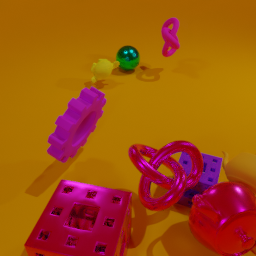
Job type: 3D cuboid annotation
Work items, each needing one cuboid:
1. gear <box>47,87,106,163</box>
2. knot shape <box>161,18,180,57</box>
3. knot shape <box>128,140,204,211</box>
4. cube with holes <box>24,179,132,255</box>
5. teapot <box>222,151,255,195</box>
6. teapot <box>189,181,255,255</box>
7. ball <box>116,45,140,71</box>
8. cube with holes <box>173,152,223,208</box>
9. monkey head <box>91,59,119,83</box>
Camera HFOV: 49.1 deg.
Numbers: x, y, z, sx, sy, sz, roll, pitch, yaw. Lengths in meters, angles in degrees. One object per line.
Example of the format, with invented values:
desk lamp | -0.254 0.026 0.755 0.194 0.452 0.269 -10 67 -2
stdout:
gear | -1.073 -0.063 6.064 0.316 1.710 1.710 31 44 8
knot shape | 1.524 -3.337 10.109 0.634 1.373 1.284 -2 81 8
knot shape | 0.633 0.848 5.023 1.432 0.662 1.340 11 53 7
cube with holes | -0.687 1.830 4.604 1.255 1.255 1.255 8 38 10
teapot | 2.349 0.817 5.429 1.475 0.917 0.722 18 71 51
teapot | 1.795 1.653 4.799 2.086 1.297 1.021 35 8 -25
ball | -0.002 -2.681 10.745 0.948 0.948 0.948 0 37 0
cube with holes | 1.433 1.096 5.913 0.834 0.834 0.834 14 40 17
monkey head | -0.847 -1.968 9.806 1.171 0.843 0.706 -36 50 -6
